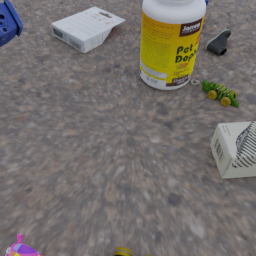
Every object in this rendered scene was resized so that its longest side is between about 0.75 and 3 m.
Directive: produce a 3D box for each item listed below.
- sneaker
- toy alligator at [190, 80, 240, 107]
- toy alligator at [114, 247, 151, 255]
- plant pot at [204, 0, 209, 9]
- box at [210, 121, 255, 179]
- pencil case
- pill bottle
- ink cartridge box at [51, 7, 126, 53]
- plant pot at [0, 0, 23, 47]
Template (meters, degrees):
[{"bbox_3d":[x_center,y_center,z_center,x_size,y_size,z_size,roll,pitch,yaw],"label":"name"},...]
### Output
[{"bbox_3d":[3.328,-2.952,9.785,1.217,0.455,0.646,-38,64,-18],"label":"sneaker"},{"bbox_3d":[2.536,-1.123,8.161,1.634,0.393,0.542,33,56,25],"label":"toy alligator"},{"bbox_3d":[0.415,2.588,4.844,2.065,0.496,0.684,11,50,10],"label":"toy alligator"},{"bbox_3d":[1.973,-4.380,10.351,1.545,1.389,1.545,-1,48,-1],"label":"plant pot"},{"bbox_3d":[3.356,0.450,6.457,2.594,0.887,1.066,-5,49,-4],"label":"box"},{"bbox_3d":[-2.113,2.794,4.446,0.882,0.882,1.995,22,52,18],"label":"pencil case"},{"bbox_3d":[1.179,-2.647,7.754,1.639,3.000,1.639,0,49,0],"label":"pill bottle"},{"bbox_3d":[-1.432,-3.707,10.400,1.766,0.620,2.172,34,50,26],"label":"ink cartridge box"},{"bbox_3d":[-2.904,-2.433,6.475,0.727,0.809,0.809,-33,101,-24],"label":"plant pot"}]
